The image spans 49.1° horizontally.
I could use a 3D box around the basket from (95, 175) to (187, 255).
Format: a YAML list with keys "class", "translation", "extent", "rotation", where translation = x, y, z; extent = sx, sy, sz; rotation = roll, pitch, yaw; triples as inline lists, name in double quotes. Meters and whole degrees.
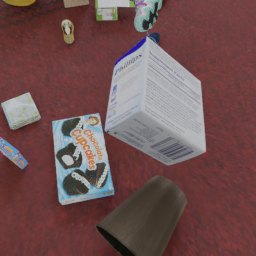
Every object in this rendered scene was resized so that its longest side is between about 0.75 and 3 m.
- class: "basket"
  translation: [0.523, 2.405, 7.427]
  extent: [1.875, 1.414, 2.080]
  rotation: [31, 60, 28]

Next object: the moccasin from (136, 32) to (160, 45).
- class: "moccasin"
  translation: [0.805, -3.448, 11.433]
  extent: [0.659, 0.559, 1.638]
  rotation: [30, 63, 17]

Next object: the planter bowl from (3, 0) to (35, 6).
- class: "planter bowl"
  translation: [-4.996, -6.312, 12.627]
  extent: [2.812, 1.171, 2.812]
  rotation: [9, 40, -8]

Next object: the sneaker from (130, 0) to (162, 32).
- class: "sneaker"
  translation: [0.239, -4.276, 9.231]
  extent: [1.755, 0.975, 2.509]
  rotation: [20, 63, 12]

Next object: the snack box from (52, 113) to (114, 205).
- class: "snack box"
  translation: [-1.456, 0.888, 8.823]
  extent: [1.592, 0.508, 2.740]
  rotation: [-11, 59, -6]

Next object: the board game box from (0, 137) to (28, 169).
- class: "board game box"
  translation: [-3.614, 0.777, 8.666]
  extent: [0.883, 0.902, 0.252]
  rotation: [32, 64, 19]

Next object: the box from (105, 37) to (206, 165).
- class: "box"
  translation: [0.685, -0.572, 6.491]
  extent: [2.005, 1.144, 2.180]
  rotation: [30, 49, -31]

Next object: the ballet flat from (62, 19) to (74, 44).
- class: "ballet flat"
  translation: [-2.567, -4.279, 11.988]
  extent: [0.525, 0.482, 1.529]
  rotation: [-13, 59, -8]

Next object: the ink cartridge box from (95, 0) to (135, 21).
- class: "ink cartridge box"
  translation: [-0.522, -5.581, 12.658]
  extent: [1.855, 0.703, 1.371]
  rotation: [-2, 58, -3]

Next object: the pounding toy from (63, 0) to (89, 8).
- class: "pounding toy"
  translation: [-2.371, -6.640, 12.193]
  extent: [1.332, 2.558, 2.912]
  rotation: [-13, 60, -8]

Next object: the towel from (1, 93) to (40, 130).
- class: "towel"
  translation: [-3.779, -0.601, 9.870]
  extent: [1.065, 0.299, 1.244]
  rotation: [-24, 62, -17]
